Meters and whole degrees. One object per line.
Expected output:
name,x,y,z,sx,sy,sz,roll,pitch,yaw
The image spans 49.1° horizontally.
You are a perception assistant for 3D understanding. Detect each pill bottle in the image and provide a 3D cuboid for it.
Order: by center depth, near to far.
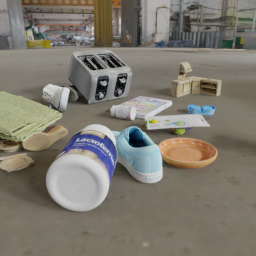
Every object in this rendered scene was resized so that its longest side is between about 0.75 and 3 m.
pill bottle,-0.950,0.785,6.649,1.310,1.310,2.264,2,21,4
pill bottle,-0.195,-0.653,11.629,0.952,0.540,0.540,10,23,24

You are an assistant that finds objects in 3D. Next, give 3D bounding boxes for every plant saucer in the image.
plant saucer,1.705,0.740,8.208,1.722,0.322,1.722,0,20,0

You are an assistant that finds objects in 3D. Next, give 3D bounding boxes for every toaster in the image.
toaster,-1.504,-2.765,14.481,2.543,1.669,2.812,-15,50,-36

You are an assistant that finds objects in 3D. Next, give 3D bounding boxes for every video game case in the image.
video game case,0.674,-0.999,13.009,1.865,0.235,2.604,12,23,30

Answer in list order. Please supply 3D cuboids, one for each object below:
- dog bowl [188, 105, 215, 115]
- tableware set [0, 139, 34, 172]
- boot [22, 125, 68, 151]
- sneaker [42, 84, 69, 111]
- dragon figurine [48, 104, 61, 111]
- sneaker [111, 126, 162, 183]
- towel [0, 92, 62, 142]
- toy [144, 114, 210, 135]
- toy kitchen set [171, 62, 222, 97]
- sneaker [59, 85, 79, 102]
dog bowl,3.225,-0.788,12.355,1.191,0.295,0.664,3,21,8
tableware set,-3.886,0.820,8.066,1.910,0.265,2.287,-12,23,-30
boot,-2.920,0.311,9.331,1.595,0.577,1.327,-21,16,-38
sneaker,-3.368,-1.413,12.789,1.061,1.094,2.996,9,6,-22
dragon figurine,-3.558,-0.646,11.561,1.640,0.483,0.815,0,19,26
sneaker,0.088,0.396,7.914,1.051,1.165,2.844,-11,23,-30
towel,-3.868,-0.431,9.036,2.909,0.531,2.158,19,28,19
toy,1.716,-0.080,10.152,2.152,0.508,1.239,1,23,-3
toy kitchen set,3.703,-2.592,15.141,1.906,1.724,2.113,18,27,40
sneaker,-2.909,-1.934,14.708,1.133,0.798,2.134,-16,24,-37
